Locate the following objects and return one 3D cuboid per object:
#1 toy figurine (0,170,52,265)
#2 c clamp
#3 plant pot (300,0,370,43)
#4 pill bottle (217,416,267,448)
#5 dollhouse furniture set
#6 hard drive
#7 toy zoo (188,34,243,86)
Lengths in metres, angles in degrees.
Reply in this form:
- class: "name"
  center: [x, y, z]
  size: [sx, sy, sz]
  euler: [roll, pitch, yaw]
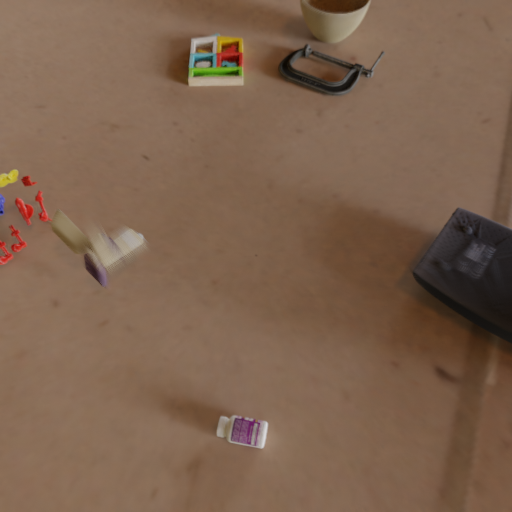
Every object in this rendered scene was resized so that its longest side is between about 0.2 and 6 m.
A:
- class: "toy figurine"
  center: [-4.809, -0.433, 9.458]
  size: [1.389, 1.223, 2.318]
  euler: [1, 38, 40]
- class: "c clamp"
  center: [1.627, -4.256, 12.634]
  size: [2.076, 0.281, 1.773]
  euler: [21, 61, 14]
- class: "plant pot"
  center: [1.786, -5.680, 13.119]
  size: [1.623, 1.090, 1.623]
  euler: [0, 59, -1]
- class: "pill bottle"
  center: [-0.189, 2.344, 7.514]
  size: [0.640, 0.359, 0.359]
  euler: [9, 53, 7]
- class: "dollhouse furniture set"
  center: [-2.449, -0.483, 8.699]
  size: [1.370, 1.085, 0.972]
  euler: [42, 60, 14]
- class: "hard drive"
  center: [3.931, 0.463, 8.727]
  size: [2.604, 0.551, 1.756]
  euler: [31, 64, 20]
- class: "toy zoo"
  center: [-0.909, -4.548, 12.857]
  size: [1.225, 0.191, 1.867]
  euler: [-1, 53, 0]
